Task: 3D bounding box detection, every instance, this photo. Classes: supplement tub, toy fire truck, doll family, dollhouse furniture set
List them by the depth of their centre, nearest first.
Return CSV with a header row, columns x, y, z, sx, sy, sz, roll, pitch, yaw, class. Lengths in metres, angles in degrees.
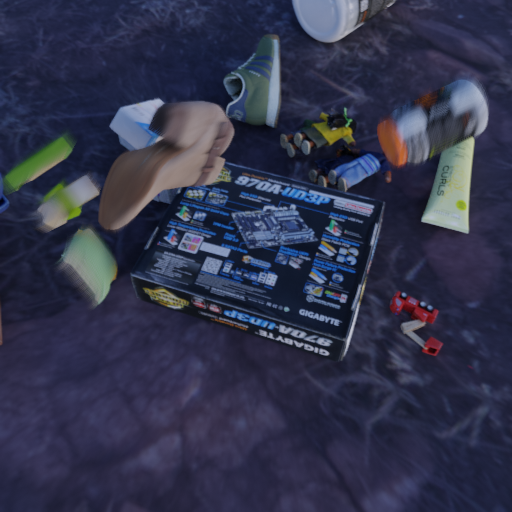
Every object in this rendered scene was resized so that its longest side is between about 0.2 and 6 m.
x,y,z,sx,sy,sz,roll,pitch,yaw,class
-2.828,-0.599,9.204,0.973,2.519,1.259,-31,22,5,dollhouse furniture set
2.689,1.125,9.449,1.059,0.258,0.747,27,59,18,toy fire truck
3.057,-2.295,9.822,1.669,1.022,1.022,-25,58,-1,supplement tub
1.755,-2.173,11.405,1.525,1.035,2.639,-25,63,-21,doll family
2.489,-6.839,14.136,1.829,1.829,2.985,39,63,24,supplement tub

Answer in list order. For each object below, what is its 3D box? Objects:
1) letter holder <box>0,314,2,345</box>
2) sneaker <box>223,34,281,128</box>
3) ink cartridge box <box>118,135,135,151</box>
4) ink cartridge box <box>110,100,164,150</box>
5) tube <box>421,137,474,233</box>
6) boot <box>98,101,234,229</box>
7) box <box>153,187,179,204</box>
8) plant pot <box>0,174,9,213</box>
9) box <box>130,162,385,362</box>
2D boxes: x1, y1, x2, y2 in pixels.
x,y,z,sx,sy,sz,roll,pitch,yaw,class
-5.041,0.356,9.219,1.077,1.522,2.142,-14,56,-10,letter holder
-0.111,-4.068,12.694,1.249,0.933,2.781,3,58,-4,sneaker
-2.496,-2.576,12.041,0.538,0.305,0.734,36,62,23,ink cartridge box
-2.082,-2.567,11.013,0.826,0.486,1.434,42,30,2,ink cartridge box
3.919,-1.480,11.143,0.670,0.599,2.308,-9,49,42,tube
-1.355,-1.433,9.343,0.882,1.836,2.511,43,107,23,boot
-1.510,-2.136,11.620,0.475,0.509,2.455,16,57,12,box
-5.683,-1.301,10.463,1.569,1.411,1.569,-38,63,-24,plant pot
0.119,-0.103,9.938,3.753,0.863,2.983,15,56,11,box
